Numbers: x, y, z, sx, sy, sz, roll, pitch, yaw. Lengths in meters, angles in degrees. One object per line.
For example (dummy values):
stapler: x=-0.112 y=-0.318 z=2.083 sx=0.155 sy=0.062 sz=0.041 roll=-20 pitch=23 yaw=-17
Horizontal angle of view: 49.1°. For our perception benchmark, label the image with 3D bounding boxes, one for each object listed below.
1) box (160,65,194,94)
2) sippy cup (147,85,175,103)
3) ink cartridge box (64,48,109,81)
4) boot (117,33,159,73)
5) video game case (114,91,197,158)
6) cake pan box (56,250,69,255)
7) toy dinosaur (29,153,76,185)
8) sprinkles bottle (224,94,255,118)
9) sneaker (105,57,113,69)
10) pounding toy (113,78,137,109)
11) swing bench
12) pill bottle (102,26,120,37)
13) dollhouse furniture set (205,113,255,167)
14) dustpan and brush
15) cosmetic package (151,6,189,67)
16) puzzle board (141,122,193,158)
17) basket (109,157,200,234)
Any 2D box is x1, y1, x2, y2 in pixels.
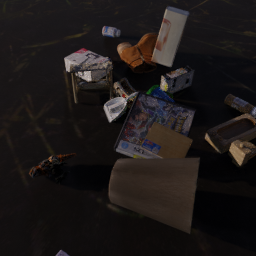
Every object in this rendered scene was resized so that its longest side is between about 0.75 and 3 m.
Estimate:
box: x=2.358 y=-2.279 z=13.504 sx=1.649 sy=0.962 sz=0.496 roll=-24 pitch=51 yaw=-24
sippy cup: x=1.384 y=-1.105 z=12.238 sx=1.113 sy=1.193 sz=1.519 roll=37 pitch=83 yaw=20
ink cartridge box: x=-2.101 y=-3.279 z=14.625 sx=1.945 sy=0.820 sz=1.408 roll=29 pitch=51 yaw=27
boot: x=1.088 y=-4.003 z=15.301 sx=2.988 sy=1.101 sz=2.312 roll=-20 pitch=49 yaw=-11
video game case: x=1.087 y=0.059 z=10.697 sx=2.453 sy=0.346 sz=2.714 roll=19 pitch=64 yaw=8
cake pan box: x=-1.490 y=4.479 z=6.739 sx=2.246 sy=0.588 sz=2.069 roll=27 pitch=52 yaw=25
toy dinosaur: x=-2.640 y=1.299 z=9.957 sx=1.653 sy=0.845 sz=1.122 roll=-45 pitch=40 yaw=-12
sprinkles bottle: x=5.060 y=-0.982 z=12.460 sx=0.509 sy=0.509 sz=1.491 roll=-32 pitch=52 yaw=-29
sneaker: x=-1.059 y=-3.645 z=15.250 sx=0.422 sy=0.494 sz=1.122 roll=-13 pitch=44 yaw=-11
pounding toy: x=0.064 y=-1.749 z=12.855 sx=1.877 sy=1.073 sz=1.076 roll=33 pitch=53 yaw=29
swing bench: x=-1.612 y=-2.234 z=12.820 sx=1.811 sy=1.820 sz=1.181 roll=-3 pitch=43 yaw=-3
pill bottle: x=-1.034 y=-6.056 z=17.695 sx=1.043 sy=0.585 sz=0.585 roll=16 pitch=46 yaw=14
dollhouse furniture set: x=4.988 y=0.008 z=10.069 sx=2.780 sy=2.382 sz=2.923 roll=-21 pitch=48 yaw=-20
dustpan and brush: x=-0.264 y=-1.063 z=12.237 sx=1.659 sy=0.475 sz=1.158 roll=-24 pitch=47 yaw=0
cosmetic package: x=2.074 y=-4.524 z=13.887 sx=1.110 sy=2.544 sz=1.315 roll=19 pitch=31 yaw=4
puzzle board: x=1.408 y=0.576 z=10.179 sx=1.575 sy=0.137 sz=1.187 roll=26 pitch=66 yaw=12
basket: x=0.816 y=1.856 z=8.690 sx=2.522 sy=1.715 sz=2.274 roll=6 pitch=73 yaw=15
